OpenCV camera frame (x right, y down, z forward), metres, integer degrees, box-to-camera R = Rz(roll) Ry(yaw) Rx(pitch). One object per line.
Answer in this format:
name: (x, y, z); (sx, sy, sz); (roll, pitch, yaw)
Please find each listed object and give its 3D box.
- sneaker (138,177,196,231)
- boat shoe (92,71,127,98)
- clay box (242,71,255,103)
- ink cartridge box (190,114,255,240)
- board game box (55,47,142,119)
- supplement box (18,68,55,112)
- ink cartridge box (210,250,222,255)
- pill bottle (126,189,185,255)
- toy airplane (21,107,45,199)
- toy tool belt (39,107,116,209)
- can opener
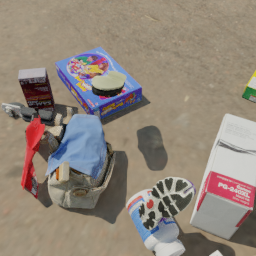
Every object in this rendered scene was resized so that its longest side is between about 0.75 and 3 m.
sneaker: (0.769, 1.362, 5.311); (0.682, 1.634, 0.659); (-13, 64, -34)
boat shoe: (-0.460, -0.983, 6.808); (0.652, 0.558, 1.781); (24, 20, 4)
clay box: (5.133, -1.699, 9.751); (1.415, 0.586, 2.463); (28, 55, 22)
ink cartridge box: (2.352, 1.097, 6.615); (0.977, 1.702, 2.344); (18, 52, 15)
board game box: (-1.055, -1.614, 9.654); (1.863, 0.620, 2.771); (-26, 54, -20)
supplement box: (-2.796, -1.122, 8.682); (0.797, 1.464, 0.446); (-7, 50, -6)
ink cartridge box: (1.854, 3.199, 5.291); (0.568, 1.005, 1.371); (-25, 55, -21)
pill bottle: (0.619, 2.189, 6.276); (0.828, 0.828, 1.475); (-19, 52, -16)
toy airplane: (-2.443, 0.611, 7.139); (0.432, 2.350, 2.350); (5, 47, -21)
toy tool belt: (-1.242, 0.414, 7.135); (1.841, 1.812, 2.948); (0, 49, 0)
can opener: (-3.150, -0.524, 8.830); (1.782, 0.469, 0.592); (14, 50, 11)
